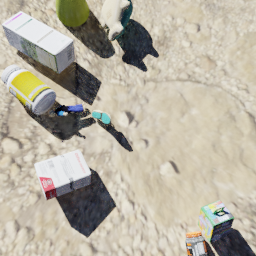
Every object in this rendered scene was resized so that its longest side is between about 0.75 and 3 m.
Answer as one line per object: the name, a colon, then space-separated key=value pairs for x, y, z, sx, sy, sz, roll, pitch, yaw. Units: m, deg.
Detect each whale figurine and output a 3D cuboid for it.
whale figurine: x=-0.285 y=-3.664 z=9.349 sx=0.898 sy=1.377 sz=1.730 roll=15 pitch=61 yaw=-39

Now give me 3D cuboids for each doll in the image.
doll: x=-1.863 y=-0.536 z=8.524 sx=1.113 sy=0.270 sz=0.759 roll=-10 pitch=29 yaw=-9

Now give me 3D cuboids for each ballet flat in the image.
ballet flat: x=-0.706 y=-0.347 z=8.366 sx=0.954 sy=0.331 sz=0.331 roll=26 pitch=70 yaw=43

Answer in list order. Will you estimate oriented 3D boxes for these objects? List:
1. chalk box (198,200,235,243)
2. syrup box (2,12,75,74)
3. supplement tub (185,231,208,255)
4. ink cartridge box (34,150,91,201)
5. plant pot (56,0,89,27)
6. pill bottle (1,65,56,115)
chalk box: x=2.221 y=2.290 z=7.090 sx=0.615 sy=0.988 sz=0.612 roll=-13 pitch=37 yaw=-16
syrup box: x=-2.840 y=-2.755 z=8.988 sx=2.202 sy=0.867 sz=0.897 roll=32 pitch=61 yaw=13
supplement tub: x=1.789 y=3.167 z=7.259 sx=0.527 sy=0.527 sz=0.861 roll=-8 pitch=73 yaw=-3
ink cartridge box: x=-1.753 y=1.251 z=7.607 sx=1.276 sy=0.534 sz=0.921 roll=-18 pitch=54 yaw=-22
plant pot: x=-1.911 y=-4.203 z=9.303 sx=1.168 sy=1.249 sz=1.168 roll=0 pitch=84 yaw=-4
pill bottle: x=-3.050 y=-1.200 z=8.551 sx=1.593 sy=0.896 sz=0.896 roll=39 pitch=75 yaw=10
